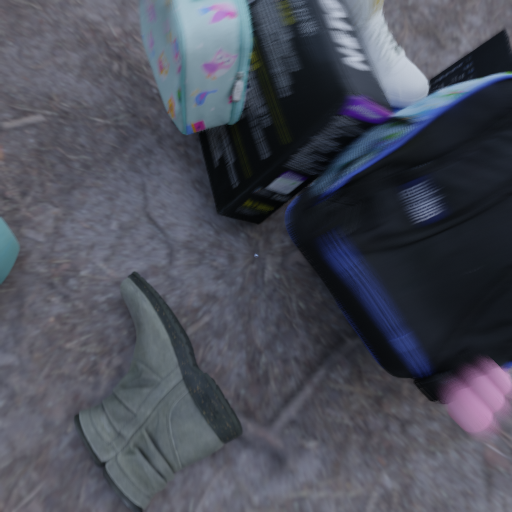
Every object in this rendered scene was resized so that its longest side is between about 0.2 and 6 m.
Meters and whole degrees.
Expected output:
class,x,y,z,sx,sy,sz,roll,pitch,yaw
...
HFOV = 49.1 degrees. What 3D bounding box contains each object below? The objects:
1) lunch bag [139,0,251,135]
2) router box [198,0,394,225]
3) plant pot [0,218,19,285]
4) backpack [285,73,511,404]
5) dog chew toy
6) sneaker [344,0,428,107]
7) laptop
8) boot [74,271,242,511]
class,x,y,z,sx,sy,sz,roll,pitch,yaw
lunch bag,-0.946,-3.479,8.244,1.158,2.410,3.005,-13,65,-17
router box,0.189,-3.073,9.362,1.053,3.077,4.126,10,55,-42
plant pot,-4.748,-0.113,8.371,2.264,2.264,1.817,40,64,17
backpack,2.581,-0.465,7.668,3.707,2.724,3.392,-38,101,-8
dog chew toy,2.441,1.537,6.054,0.471,0.471,0.757,44,95,19
sneaker,2.154,-4.056,10.353,2.828,1.634,1.042,37,62,10
laptop,2.959,-2.600,9.907,1.460,2.827,2.505,21,58,-32
boot,-1.775,1.839,8.048,2.033,1.054,3.112,-32,66,-8
